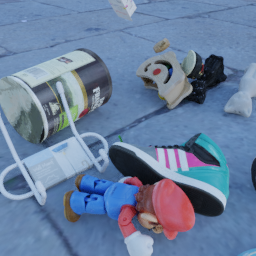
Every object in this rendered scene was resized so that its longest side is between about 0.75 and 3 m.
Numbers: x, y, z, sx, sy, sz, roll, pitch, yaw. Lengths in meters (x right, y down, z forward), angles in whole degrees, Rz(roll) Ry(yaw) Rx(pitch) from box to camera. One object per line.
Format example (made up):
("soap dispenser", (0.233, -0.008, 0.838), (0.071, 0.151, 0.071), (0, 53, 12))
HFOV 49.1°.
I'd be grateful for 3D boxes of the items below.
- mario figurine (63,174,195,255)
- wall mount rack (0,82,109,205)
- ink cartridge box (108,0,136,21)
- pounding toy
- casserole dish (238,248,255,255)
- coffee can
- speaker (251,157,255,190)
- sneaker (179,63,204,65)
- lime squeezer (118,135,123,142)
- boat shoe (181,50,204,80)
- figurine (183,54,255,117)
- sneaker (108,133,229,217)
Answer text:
("mario figurine", (0.049, 1.740, 5.738), (2.604, 1.380, 1.608), (3, 69, 23))
("wall mount rack", (-1.884, 0.330, 6.869), (2.918, 1.088, 2.536), (-26, 68, -31))
("ink cartridge box", (-0.211, -4.176, 9.302), (0.732, 1.257, 0.424), (32, 85, 28))
("pounding toy", (1.046, -2.136, 10.139), (1.627, 1.632, 2.845), (-28, 44, 16))
("casserole dish", (2.933, 2.614, 4.609), (2.628, 0.510, 1.592), (-5, 35, -5))
("coffee can", (-2.128, -1.061, 8.561), (2.030, 2.030, 2.774), (23, 41, 30))
("speaker", (4.303, 1.012, 6.421), (2.689, 1.092, 1.092), (-5, 35, -7))
("sneaker", (2.776, -2.810, 12.238), (0.490, 0.750, 1.340), (-26, 42, -32))
("lime squeezer", (0.098, 0.687, 7.541), (1.139, 0.402, 0.215), (44, 28, 7))
("boat shoe", (2.417, -2.261, 10.223), (0.754, 0.880, 2.406), (11, 4, 3))
("figurine", (3.547, -1.452, 10.186), (2.609, 1.123, 2.545), (21, 48, 28))
("sneaker", (1.116, 0.706, 6.698), (2.860, 1.196, 1.727), (24, 46, 19))
